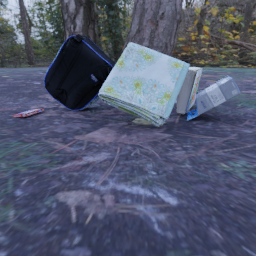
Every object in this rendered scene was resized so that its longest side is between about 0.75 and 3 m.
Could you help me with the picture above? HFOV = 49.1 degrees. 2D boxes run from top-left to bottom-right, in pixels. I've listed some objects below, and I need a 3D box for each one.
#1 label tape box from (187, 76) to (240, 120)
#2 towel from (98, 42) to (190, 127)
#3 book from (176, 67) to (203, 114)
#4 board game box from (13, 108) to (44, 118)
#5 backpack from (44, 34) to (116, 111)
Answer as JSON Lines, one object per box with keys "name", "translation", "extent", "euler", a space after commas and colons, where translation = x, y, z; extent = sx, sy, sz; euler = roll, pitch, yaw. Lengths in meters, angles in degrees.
{"name": "label tape box", "translation": [2.802, -1.066, 9.759], "extent": [1.900, 0.628, 1.361], "euler": [-28, 6, 18]}
{"name": "towel", "translation": [0.576, -1.521, 9.115], "extent": [2.296, 0.646, 2.683], "euler": [25, 61, 5]}
{"name": "book", "translation": [2.422, -1.545, 11.065], "extent": [0.587, 1.631, 2.441], "euler": [14, 18, 17]}
{"name": "board game box", "translation": [-3.656, -0.563, 10.367], "extent": [0.564, 0.107, 1.096], "euler": [-2, 14, 19]}
{"name": "backpack", "translation": [-1.837, -2.083, 11.254], "extent": [2.356, 2.575, 1.892], "euler": [41, 17, -2]}
